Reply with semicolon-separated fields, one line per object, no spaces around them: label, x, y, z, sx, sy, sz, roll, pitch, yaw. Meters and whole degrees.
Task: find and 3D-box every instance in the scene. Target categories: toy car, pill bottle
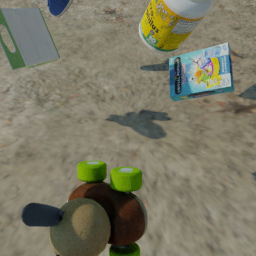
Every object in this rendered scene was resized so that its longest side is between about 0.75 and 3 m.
toy car;-0.491;0.924;2.679;0.962;1.002;1.219;4;6;38
pill bottle;0.993;-2.409;5.574;1.073;1.903;1.073;5;73;-16

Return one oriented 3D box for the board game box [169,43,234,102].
board game box;1.378;-1.044;5.372;1.163;0.273;0.878;-8;71;30

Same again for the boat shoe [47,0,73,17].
boat shoe;-1.690;-4.132;8.149;0.697;1.931;0.699;31;17;-1

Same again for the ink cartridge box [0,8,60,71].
ink cartridge box;-1.468;-1.234;3.884;0.265;0.803;1.103;-13;16;27
